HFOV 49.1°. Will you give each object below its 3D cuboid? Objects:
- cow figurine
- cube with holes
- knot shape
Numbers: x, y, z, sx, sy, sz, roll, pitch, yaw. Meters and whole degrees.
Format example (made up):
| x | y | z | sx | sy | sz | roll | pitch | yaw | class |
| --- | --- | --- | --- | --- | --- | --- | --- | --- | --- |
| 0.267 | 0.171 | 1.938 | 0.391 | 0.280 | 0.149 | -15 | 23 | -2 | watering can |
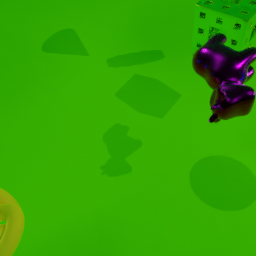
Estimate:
| x | y | z | sx | sy | sz | roll | pitch | yaw | class |
| --- | --- | --- | --- | --- | --- | --- | --- | --- | --- |
| 1.380 | -0.746 | 4.197 | 1.292 | 0.721 | 1.313 | -38 | 58 | -17 | cow figurine |
| 2.012 | -2.089 | 5.545 | 1.033 | 1.033 | 1.033 | 30 | 64 | 26 | cube with holes |
| -1.535 | 1.083 | 2.984 | 1.057 | 0.522 | 1.130 | 14 | 19 | 36 | knot shape |
